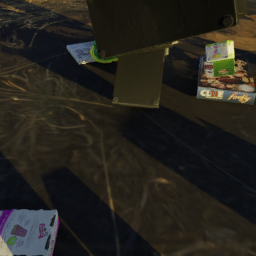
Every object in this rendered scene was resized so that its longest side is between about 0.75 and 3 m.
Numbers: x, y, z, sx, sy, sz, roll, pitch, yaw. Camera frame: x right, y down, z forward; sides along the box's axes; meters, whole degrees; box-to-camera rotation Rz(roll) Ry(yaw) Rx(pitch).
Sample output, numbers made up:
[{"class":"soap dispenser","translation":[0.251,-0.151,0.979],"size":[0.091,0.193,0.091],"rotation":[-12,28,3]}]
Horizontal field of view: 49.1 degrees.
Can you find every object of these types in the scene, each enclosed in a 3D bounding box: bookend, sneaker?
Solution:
[{"class":"bookend","translation":[0.529,-1.746,8.819],"size":[1.275,2.751,2.769],"rotation":[7,82,9]},{"class":"sneaker","translation":[-0.164,-3.322,11.158],"size":[2.719,1.136,1.007],"rotation":[-20,65,-24]},{"class":"bookend","translation":[0.838,-1.714,4.025],"size":[1.992,0.923,2.005],"rotation":[-1,17,40]}]

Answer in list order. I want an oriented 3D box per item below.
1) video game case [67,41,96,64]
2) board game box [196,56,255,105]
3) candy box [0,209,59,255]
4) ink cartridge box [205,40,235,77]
[{"class":"video game case","translation":[-1.482,-3.319,12.051],"size":[1.906,0.226,1.735],"rotation":[-16,40,-20]},{"class":"board game box","translation":[3.357,-1.763,9.804],"size":[1.763,0.450,2.603],"rotation":[7,37,10]},{"class":"candy box","translation":[-1.996,1.931,4.919],"size":[1.387,0.423,0.946],"rotation":[0,37,0]},{"class":"ink cartridge box","translation":[2.409,-1.782,7.302],"size":[0.327,0.863,0.638],"rotation":[-15,11,-43]}]
